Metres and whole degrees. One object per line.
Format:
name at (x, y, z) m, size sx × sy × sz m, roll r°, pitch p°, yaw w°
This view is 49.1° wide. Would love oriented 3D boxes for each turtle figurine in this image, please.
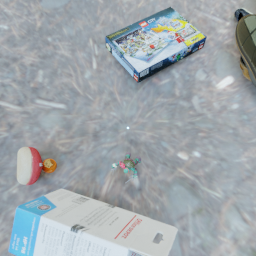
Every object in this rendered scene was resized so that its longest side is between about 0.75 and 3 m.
turtle figurine at (0.007, 0.845, 6.146) m, size 0.611 × 0.411 × 0.816 m, roll 37°, pitch 31°, yaw 0°

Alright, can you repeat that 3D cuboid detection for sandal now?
sandal at (3.429, -1.584, 7.238) m, size 1.100 × 0.735 × 2.693 m, roll -25°, pitch 90°, yaw -15°

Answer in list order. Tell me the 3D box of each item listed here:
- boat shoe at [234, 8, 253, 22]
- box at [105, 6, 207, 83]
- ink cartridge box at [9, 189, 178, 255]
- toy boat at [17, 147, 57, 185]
boat shoe at (3.182, -3.127, 7.844) m, size 0.293 × 0.351 × 0.940 m, roll -17°, pitch 34°, yaw 2°
box at (0.730, -2.280, 7.450) m, size 2.224 × 0.419 × 1.519 m, roll -30°, pitch 63°, yaw -17°
ink cartridge box at (-0.558, 2.049, 5.146) m, size 2.661 × 1.541 × 0.888 m, roll 14°, pitch 94°, yaw 17°
toy boat at (-1.992, 0.839, 6.178) m, size 0.819 × 1.253 × 0.818 m, roll 0°, pitch 81°, yaw -18°
